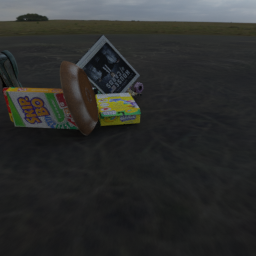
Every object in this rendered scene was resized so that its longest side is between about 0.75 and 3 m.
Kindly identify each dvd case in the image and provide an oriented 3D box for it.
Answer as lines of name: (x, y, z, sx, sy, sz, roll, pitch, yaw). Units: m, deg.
dvd case: (-0.745, -2.119, 10.414, 1.560, 2.076, 0.257, -49, 24, -5)

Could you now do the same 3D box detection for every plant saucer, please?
plant saucer: (-1.272, -0.881, 7.905, 0.396, 2.167, 2.167, -15, 21, 8)

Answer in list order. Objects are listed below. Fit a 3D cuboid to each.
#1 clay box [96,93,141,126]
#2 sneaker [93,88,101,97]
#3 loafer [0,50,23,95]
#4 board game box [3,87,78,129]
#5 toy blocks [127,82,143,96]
clay box: (-0.374, -0.627, 9.390, 1.278, 0.529, 2.224, -4, 24, -8)
sneaker: (-1.248, -1.404, 11.364, 0.809, 0.450, 1.157, 6, 11, -43)
loafer: (-3.867, -1.387, 9.010, 0.787, 2.191, 0.689, 27, 47, 27)
board game box: (-2.470, -0.581, 8.395, 2.555, 1.220, 0.383, 4, 32, 8)
toy blocks: (-0.255, -2.184, 11.481, 1.461, 1.316, 1.564, -1, 22, -40)
